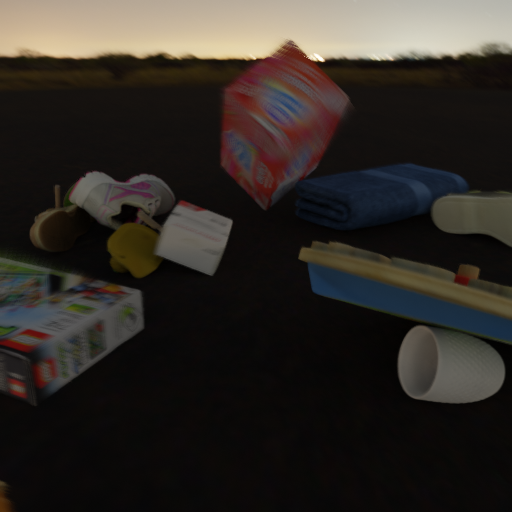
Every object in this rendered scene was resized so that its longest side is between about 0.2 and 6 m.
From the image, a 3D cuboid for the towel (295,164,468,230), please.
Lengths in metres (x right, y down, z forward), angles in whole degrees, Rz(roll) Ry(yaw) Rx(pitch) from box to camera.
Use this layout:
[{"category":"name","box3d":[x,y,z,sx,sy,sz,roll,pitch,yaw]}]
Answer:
[{"category":"towel","box3d":[2.701,-1.265,11.975,3.581,0.869,1.999,-13,24,-33]}]

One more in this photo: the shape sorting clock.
[{"category":"shape sorting clock","box3d":[2.224,0.460,6.039,3.643,0.715,3.643,14,-3,1]}]

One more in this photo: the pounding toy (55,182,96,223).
[{"category":"pounding toy","box3d":[-3.486,-1.035,11.553,0.616,1.025,1.328,41,38,21]}]

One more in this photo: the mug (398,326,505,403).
[{"category":"mug","box3d":[2.029,1.177,5.958,0.893,0.752,1.019,10,-12,-15]}]

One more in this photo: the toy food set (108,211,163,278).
[{"category":"toy food set","box3d":[-2.024,-0.070,9.480,0.897,0.498,1.525,35,30,-5]}]

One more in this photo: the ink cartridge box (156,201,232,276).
[{"category":"ink cartridge box","box3d":[-1.028,-0.328,9.512,1.031,0.582,1.405,22,21,-5]}]

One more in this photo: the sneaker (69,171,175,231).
[{"category":"sneaker","box3d":[-2.468,-0.950,11.182,1.083,0.999,2.455,49,29,20]}]

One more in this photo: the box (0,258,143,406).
[{"category":"box","box3d":[-3.396,0.725,7.168,3.425,0.595,1.885,10,23,24]}]

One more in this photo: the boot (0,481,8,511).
[{"category":"boot","box3d":[-1.443,1.963,3.176,1.633,1.169,0.575,20,29,40]}]

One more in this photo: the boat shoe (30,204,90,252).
[{"category":"boat shoe","box3d":[-3.714,-0.504,10.330,0.664,0.734,2.058,-5,12,5]}]

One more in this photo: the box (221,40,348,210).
[{"category":"box","box3d":[0.409,-2.416,11.158,1.625,1.556,3.259,-42,-8,-13]}]

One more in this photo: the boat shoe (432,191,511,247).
[{"category":"boat shoe","box3d":[4.642,-0.726,10.401,0.814,0.973,2.723,-18,22,-34]}]
